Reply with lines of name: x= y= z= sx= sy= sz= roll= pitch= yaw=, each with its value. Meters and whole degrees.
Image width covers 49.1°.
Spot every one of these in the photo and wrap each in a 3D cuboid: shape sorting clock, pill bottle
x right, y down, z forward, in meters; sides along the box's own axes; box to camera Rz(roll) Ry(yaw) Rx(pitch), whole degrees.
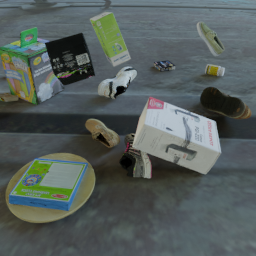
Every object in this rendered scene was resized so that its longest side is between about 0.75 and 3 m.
shape sorting clock: x=-2.125 y=1.576 z=7.802 sx=2.433 sy=0.477 sz=2.433 roll=-2 pitch=34 yaw=1
pill bottle: x=4.467 y=-2.956 z=14.378 sx=0.879 sy=0.502 sz=0.502 roll=17 pitch=38 yaw=24

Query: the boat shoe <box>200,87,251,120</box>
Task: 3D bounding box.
boat shoe: x=3.858 y=-0.907 z=11.207 sx=0.918 sy=0.941 sz=2.486 roll=20 pitch=15 yaw=-29

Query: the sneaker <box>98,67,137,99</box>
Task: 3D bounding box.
sneaker: x=-0.264 y=-2.003 z=12.798 sx=0.962 sy=0.886 sz=2.404 roll=28 pitch=51 yaw=27

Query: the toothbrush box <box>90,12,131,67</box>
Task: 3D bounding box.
toothbrush box: x=-0.646 y=-3.212 z=10.077 sx=0.726 sy=1.686 sz=1.228 roll=-25 pitch=27 yaw=-3

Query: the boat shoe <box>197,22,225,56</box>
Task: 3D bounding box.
boat shoe: x=3.093 y=-3.362 z=10.377 sx=0.516 sy=1.435 sz=0.445 roll=-40 pitch=7 yaw=-36

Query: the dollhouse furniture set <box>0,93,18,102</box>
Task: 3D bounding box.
dollhouse furniture set: x=-5.616 y=-0.985 z=11.702 sx=0.987 sy=0.762 sz=1.974 roll=13 pitch=17 yaw=30

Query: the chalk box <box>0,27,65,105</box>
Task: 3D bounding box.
chalk box: x=-4.110 y=-2.799 z=12.025 sx=1.788 sy=2.889 sz=1.797 roll=19 pitch=39 yaw=25

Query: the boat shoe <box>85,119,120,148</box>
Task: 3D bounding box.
boat shoe: x=-1.002 y=0.167 z=9.784 sx=1.594 sy=0.568 sz=0.514 roll=28 pitch=43 yaw=33

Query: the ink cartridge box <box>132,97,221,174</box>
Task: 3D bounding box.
ink cartridge box: x=1.529 y=0.197 z=8.753 sx=2.408 sy=1.021 sz=1.753 roll=22 pitch=35 yaw=-4

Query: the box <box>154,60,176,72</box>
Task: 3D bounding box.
box: x=1.990 y=-3.391 z=15.259 sx=0.913 sy=0.229 sz=0.920 roll=-10 pitch=35 yaw=-16

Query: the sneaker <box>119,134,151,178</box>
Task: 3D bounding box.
sneaker: x=0.090 y=0.833 z=8.693 sx=0.824 sy=0.695 sz=1.884 roll=-4 pitch=39 yaw=-17

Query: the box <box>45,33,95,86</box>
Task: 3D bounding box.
box: x=-1.989 y=-2.388 z=10.007 sx=1.351 sy=1.131 sz=1.819 roll=-17 pitch=-2 yaw=-4
